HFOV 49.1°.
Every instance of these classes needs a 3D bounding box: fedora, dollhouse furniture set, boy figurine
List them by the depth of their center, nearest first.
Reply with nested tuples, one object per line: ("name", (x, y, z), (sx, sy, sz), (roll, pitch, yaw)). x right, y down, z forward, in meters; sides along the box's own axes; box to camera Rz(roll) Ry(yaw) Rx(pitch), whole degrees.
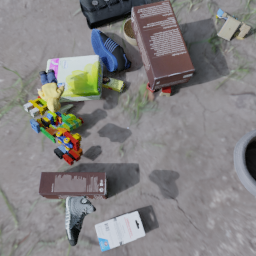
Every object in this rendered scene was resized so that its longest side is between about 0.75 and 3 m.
("boy figurine", (-2.349, -1.142, 8.722), (0.865, 0.448, 1.392), (-17, 75, -4))
("fedora", (4.671, 1.315, 8.731), (2.915, 1.316, 2.578), (13, 67, 10))
("dollhouse furniture set", (1.124, -2.196, 10.379), (1.030, 0.779, 1.915), (5, 68, -3))
("dollhouse furniture set", (4.141, -4.182, 11.500), (1.133, 0.783, 1.200), (18, 35, -16))

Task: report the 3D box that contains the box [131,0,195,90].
("box", (1.131, -2.842, 9.625), (1.394, 1.043, 2.784), (-13, 74, -6))

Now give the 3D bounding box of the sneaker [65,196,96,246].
("sneaker", (-1.090, 2.102, 6.600), (0.710, 0.461, 1.229), (-11, 48, -4))

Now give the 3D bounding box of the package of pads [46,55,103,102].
("package of pads", (-1.957, -1.802, 10.201), (2.076, 0.708, 1.604), (-2, 68, 8))

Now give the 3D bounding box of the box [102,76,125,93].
("box", (-0.641, -1.661, 10.494), (0.998, 0.250, 0.376), (17, 71, 6))

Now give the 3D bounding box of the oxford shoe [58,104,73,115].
("oxford shoe", (-2.369, -0.575, 10.070), (0.932, 0.350, 0.269), (-33, 112, -20))

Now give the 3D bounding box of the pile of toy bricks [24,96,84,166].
("pile of toy bricks", (-2.143, -0.058, 9.406), (1.317, 1.480, 2.668), (-34, 54, -31))

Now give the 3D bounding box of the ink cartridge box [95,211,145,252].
("ink cartridge box", (-0.234, 3.111, 8.478), (1.355, 0.460, 0.786), (-17, 69, -7))

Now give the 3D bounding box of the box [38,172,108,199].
("box", (-1.641, 1.807, 8.722), (1.987, 0.995, 0.744), (-1, 68, -1))

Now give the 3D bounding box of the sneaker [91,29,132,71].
("sneaker", (-0.684, -3.005, 10.832), (0.873, 0.785, 2.240), (-11, 58, -32))

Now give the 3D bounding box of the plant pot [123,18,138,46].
("plant pot", (0.364, -3.671, 11.030), (1.102, 0.740, 1.102), (0, 67, 0))

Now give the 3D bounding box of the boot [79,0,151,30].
("boot", (-0.732, -5.539, 11.764), (2.767, 0.908, 2.280), (-23, 68, -4))
